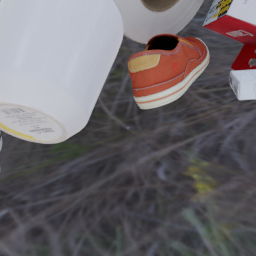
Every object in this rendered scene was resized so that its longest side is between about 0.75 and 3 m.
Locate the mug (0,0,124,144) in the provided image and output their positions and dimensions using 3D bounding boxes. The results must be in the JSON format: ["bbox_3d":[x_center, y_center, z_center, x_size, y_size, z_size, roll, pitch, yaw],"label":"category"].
[{"bbox_3d":[-1.028,-0.647,3.570,1.604,2.003,1.645,16,61,-13],"label":"mug"}]

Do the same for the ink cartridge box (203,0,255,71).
[{"bbox_3d":[2.357,-2.357,5.234,1.199,2.510,2.859,24,17,1],"label":"ink cartridge box"}]

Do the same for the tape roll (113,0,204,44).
[{"bbox_3d":[0.188,-3.493,5.867,2.895,2.895,1.988,-33,51,-19],"label":"tape roll"}]

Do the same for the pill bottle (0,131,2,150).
[{"bbox_3d":[-2.823,-0.110,4.407,1.380,2.443,1.380,3,36,-2],"label":"pill bottle"}]

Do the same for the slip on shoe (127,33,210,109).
[{"bbox_3d":[0.750,-1.235,4.808,1.029,0.850,2.778,-10,22,30],"label":"slip on shoe"}]

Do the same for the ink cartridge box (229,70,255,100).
[{"bbox_3d":[2.033,-0.627,3.812,1.141,0.270,0.914,0,19,13],"label":"ink cartridge box"}]
